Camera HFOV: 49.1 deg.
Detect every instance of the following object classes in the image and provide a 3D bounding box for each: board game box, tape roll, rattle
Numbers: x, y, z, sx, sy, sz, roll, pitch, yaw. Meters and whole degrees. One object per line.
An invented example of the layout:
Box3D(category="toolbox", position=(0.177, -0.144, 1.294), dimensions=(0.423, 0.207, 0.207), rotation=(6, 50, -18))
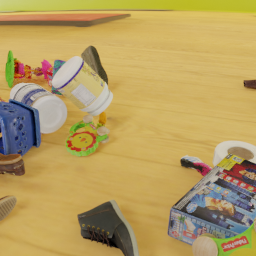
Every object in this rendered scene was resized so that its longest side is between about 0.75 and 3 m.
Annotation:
Box3D(category="board game box", position=(2.689, 1.864, 5.725), dimensions=(2.685, 0.829, 2.687), rotation=(25, 37, 36))
Box3D(category="tape roll", position=(3.108, 0.891, 7.860), dimensions=(1.361, 0.476, 1.361), rotation=(0, 29, 0))
Box3D(category="rattle", position=(-1.147, -0.008, 9.233), dimensions=(1.065, 0.761, 0.693), rotation=(-13, 37, -29))

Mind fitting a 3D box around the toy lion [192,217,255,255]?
Box3D(category="toy lion", position=(2.145, 2.357, 4.520), dimensions=(1.738, 0.597, 1.666), rotation=(-26, 69, 15))

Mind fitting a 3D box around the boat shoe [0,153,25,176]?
Box3D(category="boat shoe", position=(-3.431, 1.013, 7.558), dimensions=(1.587, 0.558, 0.559), rotation=(2, 26, 31))

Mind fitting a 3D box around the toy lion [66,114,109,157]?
Box3D(category="toy lion", position=(-1.394, 0.290, 8.858), dimensions=(1.353, 0.484, 1.411), rotation=(-29, 45, -24))

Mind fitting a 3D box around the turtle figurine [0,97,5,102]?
Box3D(category="turtle figurine", position=(-5.574, -0.628, 10.088), dimensions=(2.579, 0.830, 2.079), rotation=(21, 22, -33))

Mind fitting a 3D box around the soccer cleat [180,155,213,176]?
Box3D(category="soccer cleat", position=(1.968, 1.003, 7.774), dimensions=(1.053, 0.368, 0.455), rotation=(22, 36, 35))

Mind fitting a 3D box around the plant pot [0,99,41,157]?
Box3D(category="plant pot", position=(-3.554, -0.017, 8.495), dimensions=(1.552, 1.552, 1.395), rotation=(20, 29, 31))

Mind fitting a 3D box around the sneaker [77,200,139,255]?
Box3D(category="sneaker", position=(-0.412, 2.160, 5.520), dimensions=(0.910, 0.641, 1.714), rotation=(-16, 23, -17))

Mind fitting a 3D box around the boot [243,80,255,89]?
Box3D(category="boot", position=(6.232, -2.276, 13.597), dimensions=(1.156, 0.503, 1.390), rotation=(10, 34, 14))

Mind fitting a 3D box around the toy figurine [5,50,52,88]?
Box3D(category="toy figurine", position=(-4.853, -2.806, 14.030), dimensions=(2.155, 1.758, 2.341), rotation=(-1, 1, -31))

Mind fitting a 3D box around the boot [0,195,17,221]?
Box3D(category="boot", position=(-3.372, 1.768, 6.225), dimensions=(1.171, 0.510, 1.408), rotation=(21, 38, 30))

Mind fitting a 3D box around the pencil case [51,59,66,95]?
Box3D(category="pencil case", position=(-2.971, -2.187, 12.230), dimensions=(0.655, 1.539, 0.711), rotation=(2, -14, -1))

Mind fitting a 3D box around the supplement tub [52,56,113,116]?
Box3D(category="supplement tub", position=(-1.489, -1.358, 9.410), dimensions=(1.290, 1.774, 1.290), rotation=(-32, 33, 24))

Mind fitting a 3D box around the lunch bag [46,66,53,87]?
Box3D(category="lunch bag", position=(-2.547, -2.504, 13.643), dimensions=(2.071, 0.963, 2.351), rotation=(27, 40, 33))

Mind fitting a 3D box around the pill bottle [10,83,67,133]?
Box3D(category="pill bottle", position=(-3.342, -0.838, 10.109), dimensions=(1.340, 1.340, 2.412), rotation=(-22, 35, -34))

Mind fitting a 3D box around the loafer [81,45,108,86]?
Box3D(category="loafer", position=(-1.514, -2.585, 12.623), dimensions=(0.726, 2.152, 0.818), rotation=(-14, 3, 28))
